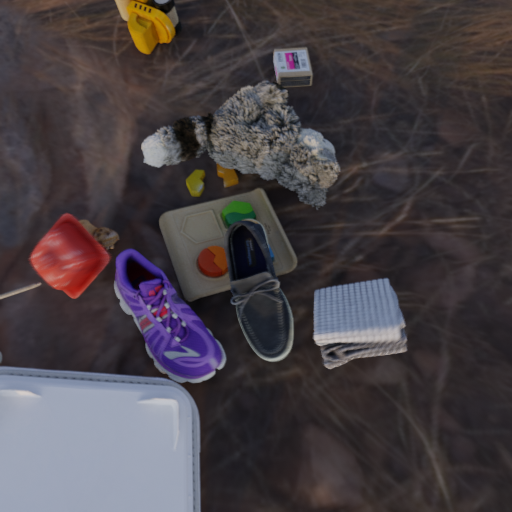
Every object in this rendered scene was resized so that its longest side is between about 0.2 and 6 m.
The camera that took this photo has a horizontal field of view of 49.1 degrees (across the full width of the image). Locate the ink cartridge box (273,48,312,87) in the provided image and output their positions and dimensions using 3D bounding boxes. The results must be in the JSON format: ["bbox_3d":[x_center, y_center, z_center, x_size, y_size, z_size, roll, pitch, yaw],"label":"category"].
[{"bbox_3d":[0.786,-4.072,12.090,0.739,0.337,0.897,-5,59,-4],"label":"ink cartridge box"}]

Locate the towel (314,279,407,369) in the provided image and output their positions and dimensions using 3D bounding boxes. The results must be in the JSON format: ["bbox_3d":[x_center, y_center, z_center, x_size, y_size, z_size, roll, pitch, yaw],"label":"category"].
[{"bbox_3d":[1.504,0.977,8.275,1.250,0.646,1.510,-8,25,9],"label":"towel"}]

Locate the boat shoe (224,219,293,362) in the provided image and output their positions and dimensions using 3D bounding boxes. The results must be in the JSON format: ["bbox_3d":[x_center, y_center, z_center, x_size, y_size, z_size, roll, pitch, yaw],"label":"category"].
[{"bbox_3d":[-0.015,0.501,8.673,0.862,0.719,2.311,-15,79,13],"label":"boat shoe"}]

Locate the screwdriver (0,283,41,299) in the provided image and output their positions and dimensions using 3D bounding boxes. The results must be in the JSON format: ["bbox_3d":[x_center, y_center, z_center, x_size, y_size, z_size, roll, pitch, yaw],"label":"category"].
[{"bbox_3d":[-4.676,0.905,8.965,2.499,0.349,0.364,-14,90,-10],"label":"screwdriver"}]

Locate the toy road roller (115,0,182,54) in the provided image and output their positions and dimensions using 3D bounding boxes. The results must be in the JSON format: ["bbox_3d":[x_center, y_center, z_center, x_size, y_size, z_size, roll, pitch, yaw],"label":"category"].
[{"bbox_3d":[-2.563,-5.286,12.490,1.658,1.019,1.211,25,73,15],"label":"toy road roller"}]

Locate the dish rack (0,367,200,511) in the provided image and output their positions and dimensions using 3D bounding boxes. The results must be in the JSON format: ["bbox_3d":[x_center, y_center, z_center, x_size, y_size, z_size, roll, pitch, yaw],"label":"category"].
[{"bbox_3d":[-2.083,3.095,6.570,3.283,0.833,3.825,10,56,-23],"label":"dish rack"}]

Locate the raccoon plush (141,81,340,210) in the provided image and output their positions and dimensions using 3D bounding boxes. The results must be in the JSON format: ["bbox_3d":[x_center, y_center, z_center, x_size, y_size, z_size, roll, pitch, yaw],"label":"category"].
[{"bbox_3d":[-0.099,-1.545,9.964,3.248,1.572,2.177,-28,70,-8],"label":"raccoon plush"}]

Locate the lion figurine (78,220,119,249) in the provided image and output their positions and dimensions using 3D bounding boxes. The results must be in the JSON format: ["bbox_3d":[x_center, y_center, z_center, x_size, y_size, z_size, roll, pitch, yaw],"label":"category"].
[{"bbox_3d":[-2.932,-0.417,9.769,1.058,0.383,0.648,36,57,25],"label":"lion figurine"}]

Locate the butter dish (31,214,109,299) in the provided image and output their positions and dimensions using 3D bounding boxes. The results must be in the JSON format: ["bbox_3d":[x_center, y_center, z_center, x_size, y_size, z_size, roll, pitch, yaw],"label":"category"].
[{"bbox_3d":[-3.084,0.053,8.789,1.086,0.803,1.083,47,108,5],"label":"butter dish"}]

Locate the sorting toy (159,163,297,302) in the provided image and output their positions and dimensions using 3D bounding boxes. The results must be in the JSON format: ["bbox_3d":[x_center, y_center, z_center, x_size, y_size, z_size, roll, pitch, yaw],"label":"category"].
[{"bbox_3d":[-0.664,-0.617,9.890,2.001,0.360,2.686,-18,59,-11],"label":"sorting toy"}]

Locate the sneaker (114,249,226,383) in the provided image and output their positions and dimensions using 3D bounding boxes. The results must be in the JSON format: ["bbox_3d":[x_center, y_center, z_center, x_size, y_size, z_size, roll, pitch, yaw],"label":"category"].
[{"bbox_3d":[-1.449,0.884,8.479,0.992,1.027,2.461,-37,66,-22],"label":"sneaker"}]

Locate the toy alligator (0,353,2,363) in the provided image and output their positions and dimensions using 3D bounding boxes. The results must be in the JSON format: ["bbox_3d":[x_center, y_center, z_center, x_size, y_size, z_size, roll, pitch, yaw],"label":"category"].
[{"bbox_3d":[-3.009,2.495,7.478,0.895,0.819,3.020,-27,74,-38],"label":"toy alligator"}]
